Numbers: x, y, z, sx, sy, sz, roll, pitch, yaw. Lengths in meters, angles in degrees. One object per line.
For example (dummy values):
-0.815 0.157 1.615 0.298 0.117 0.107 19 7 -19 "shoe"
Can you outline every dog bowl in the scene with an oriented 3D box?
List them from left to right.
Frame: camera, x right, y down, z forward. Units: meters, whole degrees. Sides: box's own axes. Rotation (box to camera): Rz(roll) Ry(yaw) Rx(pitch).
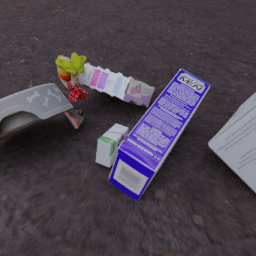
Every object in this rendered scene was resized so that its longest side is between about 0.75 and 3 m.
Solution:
-2.587 -0.284 6.586 2.521 0.739 2.521 -24 6 3 "dog bowl"

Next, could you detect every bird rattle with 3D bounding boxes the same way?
-1.488 -1.372 7.423 0.752 1.334 1.088 -31 51 -25 "bird rattle"

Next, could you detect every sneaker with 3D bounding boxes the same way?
-1.436 -0.335 7.852 0.466 0.438 1.137 -34 33 -10 "sneaker"

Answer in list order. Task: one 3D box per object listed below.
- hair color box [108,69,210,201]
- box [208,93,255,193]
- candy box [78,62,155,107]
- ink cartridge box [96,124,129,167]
0.723 0.086 6.321 0.897 1.514 2.769 34 55 11 "hair color box"
3.324 -0.010 5.857 1.813 2.116 2.106 46 49 9 "box"
-0.405 -1.283 8.261 1.891 0.677 1.587 23 7 29 "candy box"
-0.368 0.399 6.733 0.401 0.666 0.916 18 32 17 "ink cartridge box"
